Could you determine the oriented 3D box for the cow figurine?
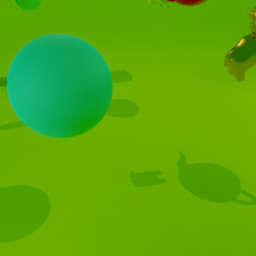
[{"bbox_3d":[1.881,-1.297,4.324,0.952,0.937,0.523,-32,40,9],"label":"cow figurine"}]

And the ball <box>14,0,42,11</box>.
[{"bbox_3d":[-3.036,-4.000,8.475,0.833,0.833,0.833,0,35,0],"label":"ball"}]

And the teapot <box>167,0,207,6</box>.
[{"bbox_3d":[1.458,-3.448,6.501,1.873,0.917,1.165,-26,48,16],"label":"teapot"}]

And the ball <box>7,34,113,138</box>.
[{"bbox_3d":[-0.892,-0.551,3.802,1.377,1.377,1.377,0,35,0],"label":"ball"}]

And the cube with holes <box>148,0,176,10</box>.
[{"bbox_3d":[1.158,-4.360,8.776,0.786,0.786,0.786,5,76,-22],"label":"cube with holes"}]
